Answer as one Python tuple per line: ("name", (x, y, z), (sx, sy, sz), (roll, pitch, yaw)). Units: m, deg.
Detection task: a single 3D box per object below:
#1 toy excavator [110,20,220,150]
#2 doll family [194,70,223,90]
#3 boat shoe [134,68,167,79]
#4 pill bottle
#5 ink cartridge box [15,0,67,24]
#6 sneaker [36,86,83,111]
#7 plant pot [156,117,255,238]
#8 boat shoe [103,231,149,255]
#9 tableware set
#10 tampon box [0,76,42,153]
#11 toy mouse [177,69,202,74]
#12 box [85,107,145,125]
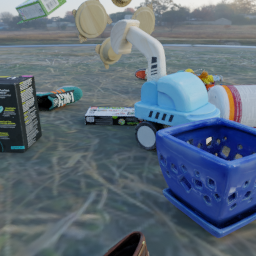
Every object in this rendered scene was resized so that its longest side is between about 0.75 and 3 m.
("toy excavator", (0.857, -1.061, 6.847), (2.903, 2.986, 1.491), (16, 25, 37))
("doll family", (3.697, -2.371, 13.422), (1.272, 0.923, 2.049), (-1, 20, -1))
("boat shoe", (1.257, -2.939, 15.495), (1.800, 0.641, 0.563), (4, 22, -4))
("pill bottle", (3.522, -0.525, 7.753), (2.461, 1.348, 1.348), (-2, 20, -6))
("ink cartridge box", (-2.282, -3.045, 6.991), (1.426, 0.423, 0.741), (7, 49, 40))
("sneaker", (-2.561, -0.999, 10.092), (2.072, 0.739, 0.828), (-15, 28, -22))
("plant pot", (1.410, 0.721, 4.387), (1.480, 1.330, 1.480), (-13, 24, -30))
("boat shoe", (-0.290, 1.664, 3.023), (0.515, 0.515, 1.464), (14, 26, 32))
("tableware set", (-0.355, -3.532, 9.298), (2.939, 2.455, 0.341), (-44, 46, -9))
("tampon box", (-2.992, -0.385, 6.884), (1.259, 1.680, 1.061), (2, 20, 5))
("toy mouse", (2.455, -2.538, 13.694), (1.736, 0.336, 1.543), (-31, 14, -23))
("box", (-0.381, -0.393, 8.901), (1.818, 0.316, 1.001), (1, 20, 2))
